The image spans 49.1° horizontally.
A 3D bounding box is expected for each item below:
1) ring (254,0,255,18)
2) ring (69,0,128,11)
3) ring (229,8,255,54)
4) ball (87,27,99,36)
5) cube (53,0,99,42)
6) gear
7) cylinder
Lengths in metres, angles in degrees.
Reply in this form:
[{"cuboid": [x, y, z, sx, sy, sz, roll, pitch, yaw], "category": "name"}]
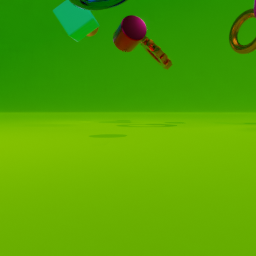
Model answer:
[{"cuboid": [3.641, -3.400, 7.434, 0.212, 1.061, 1.061, 22, 17, 38], "category": "ring"}, {"cuboid": [-0.674, -3.726, 7.466, 1.977, 0.395, 1.977, -11, -1, 0], "category": "ring"}, {"cuboid": [3.927, -3.157, 9.171, 0.290, 1.452, 1.452, 4, 1, -30], "category": "ring"}, {"cuboid": [-1.676, -4.372, 12.075, 0.808, 0.808, 0.808, 0, 3, 0], "category": "ball"}, {"cuboid": [-1.859, -3.992, 10.221, 1.070, 1.070, 1.070, -33, 1, 8], "category": "cube"}, {"cuboid": [1.017, -2.729, 10.212, 1.433, 0.265, 1.433, 44, 7, -7], "category": "gear"}, {"cuboid": [0.042, -2.870, 8.580, 0.820, 0.820, 0.820, -1, -11, -22], "category": "cylinder"}]
